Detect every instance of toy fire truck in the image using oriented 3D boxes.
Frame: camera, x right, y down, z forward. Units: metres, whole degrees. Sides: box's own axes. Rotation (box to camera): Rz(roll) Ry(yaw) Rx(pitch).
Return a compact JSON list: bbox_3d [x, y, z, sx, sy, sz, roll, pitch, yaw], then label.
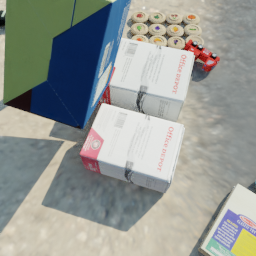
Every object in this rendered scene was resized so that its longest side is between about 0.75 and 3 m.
[{"bbox_3d":[2.086,-2.335,9.510,1.712,0.417,1.208,37,78,11],"label":"toy fire truck"}]

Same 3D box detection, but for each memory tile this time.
[{"bbox_3d":[1.419,-3.641,10.456,2.671,0.224,2.047,2,60,1],"label":"memory tile"}]

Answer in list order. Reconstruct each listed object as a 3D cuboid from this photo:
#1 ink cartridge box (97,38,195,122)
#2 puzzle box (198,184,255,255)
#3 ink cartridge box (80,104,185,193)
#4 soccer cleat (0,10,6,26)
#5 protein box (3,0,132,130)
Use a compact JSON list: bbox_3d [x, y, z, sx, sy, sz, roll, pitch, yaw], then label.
[{"bbox_3d":[0.466,-1.543,8.668,2.760,1.156,1.991,14,60,8],"label":"ink cartridge box"},{"bbox_3d":[3.402,2.913,6.499,2.968,0.377,1.974,33,65,18],"label":"puzzle box"},{"bbox_3d":[0.165,0.522,7.550,2.370,1.005,1.726,15,61,10],"label":"ink cartridge box"},{"bbox_3d":[-4.484,-4.101,10.542,1.651,0.557,0.669,-19,59,-14],"label":"soccer cleat"},{"bbox_3d":[-1.176,-1.886,6.064,1.758,2.587,2.606,18,33,-1],"label":"protein box"}]
